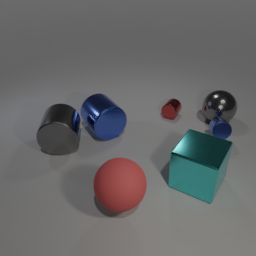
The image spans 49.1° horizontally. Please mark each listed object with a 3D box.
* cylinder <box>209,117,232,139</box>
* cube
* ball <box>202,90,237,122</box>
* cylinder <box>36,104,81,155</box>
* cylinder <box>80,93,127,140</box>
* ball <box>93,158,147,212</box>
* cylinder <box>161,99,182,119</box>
[{"bbox_3d":[3.436,0.017,10.449,0.700,0.700,0.700,3,15,5],"label":"cylinder"},{"bbox_3d":[2.176,1.112,8.498,1.400,1.400,1.400,19,40,27],"label":"cube"},{"bbox_3d":[3.814,-0.879,11.685,1.400,1.400,1.400,0,33,0],"label":"ball"},{"bbox_3d":[-2.495,0.028,10.239,1.400,1.400,1.400,-2,33,-3],"label":"cylinder"},{"bbox_3d":[-0.972,-0.457,10.999,1.400,1.400,1.400,-17,37,-24],"label":"cylinder"},{"bbox_3d":[-0.206,1.481,7.376,1.400,1.400,1.400,0,33,0],"label":"ball"},{"bbox_3d":[1.901,-0.837,12.241,0.700,0.700,0.700,16,36,24],"label":"cylinder"}]
